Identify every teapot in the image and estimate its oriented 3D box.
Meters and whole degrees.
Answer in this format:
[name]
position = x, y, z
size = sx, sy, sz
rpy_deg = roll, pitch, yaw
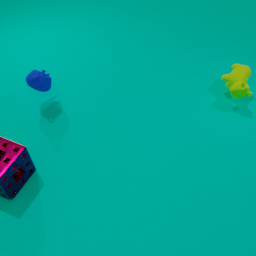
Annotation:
[teapot]
position = -2.705, -1.509, 8.670
size = 0.789, 0.621, 1.268
rpy_deg = 28, 13, -3

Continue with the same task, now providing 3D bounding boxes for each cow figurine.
[cow figurine]
position = 3.601, -1.504, 8.930
size = 1.226, 0.673, 1.206
rpy_deg = -48, 32, -9

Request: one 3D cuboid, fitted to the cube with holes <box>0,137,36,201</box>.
[cube with holes]
position = -3.128, 0.979, 6.974
size = 1.019, 1.019, 1.019
rpy_deg = 19, 52, 16
